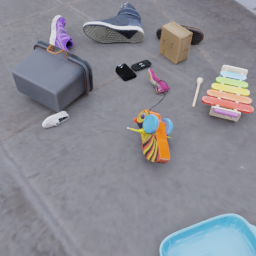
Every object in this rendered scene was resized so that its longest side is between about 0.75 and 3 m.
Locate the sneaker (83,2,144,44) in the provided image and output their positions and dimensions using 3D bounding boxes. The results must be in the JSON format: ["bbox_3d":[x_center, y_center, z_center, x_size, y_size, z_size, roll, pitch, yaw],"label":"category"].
[{"bbox_3d":[-0.678,-4.908,12.945,2.733,1.039,1.975,3,59,-10],"label":"sneaker"}]

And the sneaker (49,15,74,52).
[{"bbox_3d":[-2.955,-3.988,12.529,1.050,1.015,2.516,5,56,-15],"label":"sneaker"}]

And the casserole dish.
[{"bbox_3d":[1.963,3.023,6.466,2.653,0.515,1.607,-16,51,-13],"label":"casserole dish"}]

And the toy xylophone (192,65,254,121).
[{"bbox_3d":[3.393,-1.259,10.112,1.952,0.670,2.666,9,49,9],"label":"toy xylophone"}]

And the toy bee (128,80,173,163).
[{"bbox_3d":[0.755,-0.041,8.684,1.562,1.297,2.387,34,59,-27],"label":"toy bee"}]

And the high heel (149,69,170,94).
[{"bbox_3d":[1.175,-1.850,10.720,0.554,0.389,1.155,-16,62,-8],"label":"high heel"}]

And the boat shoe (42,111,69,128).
[{"bbox_3d":[-2.429,-0.238,9.483,0.945,0.340,0.324,-29,53,-35],"label":"boat shoe"}]

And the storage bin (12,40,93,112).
[{"bbox_3d":[-2.686,-1.788,9.723,2.454,1.786,1.648,26,55,15],"label":"storage bin"}]

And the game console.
[{"bbox_3d":[0.291,-2.436,11.478,1.529,0.184,0.902,-25,53,-18],"label":"game console"}]

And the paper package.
[{"bbox_3d":[1.963,-3.565,11.715,0.674,1.303,1.242,-28,55,-23],"label":"paper package"}]

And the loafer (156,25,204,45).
[{"bbox_3d":[2.405,-4.424,12.804,2.163,0.790,0.768,13,51,11],"label":"loafer"}]
